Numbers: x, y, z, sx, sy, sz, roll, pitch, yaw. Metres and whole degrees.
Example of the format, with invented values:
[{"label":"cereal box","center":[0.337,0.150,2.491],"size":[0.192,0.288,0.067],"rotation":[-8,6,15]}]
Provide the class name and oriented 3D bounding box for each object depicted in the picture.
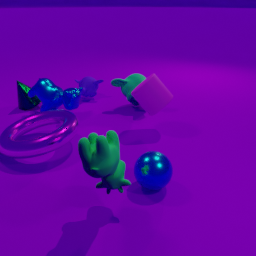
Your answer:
[{"label":"ball","center":[0.484,0.817,5.394],"size":[0.751,0.751,0.751],"rotation":[0,26,0]},{"label":"cow figurine","center":[-0.359,0.615,4.420],"size":[0.619,1.110,1.128],"rotation":[-8,6,12]},{"label":"cone","center":[-3.374,-1.203,9.081],"size":[0.897,0.900,0.897],"rotation":[-10,47,10]},{"label":"ring","center":[-2.141,0.095,6.770],"size":[1.970,0.394,1.970],"rotation":[-9,27,5]},{"label":"cow figurine","center":[-2.174,-1.053,8.547],"size":[1.491,1.467,0.818],"rotation":[51,24,4]},{"label":"monkey head","center":[-1.485,-1.504,9.941],"size":[1.205,0.726,0.867],"rotation":[5,-4,25]},{"label":"monkey head","center":[0.389,-1.393,9.056],"size":[1.727,1.242,1.041],"rotation":[-8,59,-29]},{"label":"cylinder","center":[0.639,-0.879,7.433],"size":[0.816,0.816,0.816],"rotation":[-40,9,8]}]
